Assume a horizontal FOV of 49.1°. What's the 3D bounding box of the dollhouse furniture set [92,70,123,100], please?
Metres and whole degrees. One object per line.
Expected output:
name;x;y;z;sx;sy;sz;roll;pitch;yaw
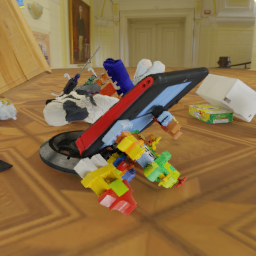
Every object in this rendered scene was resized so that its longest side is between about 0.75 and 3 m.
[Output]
dollhouse furniture set;-1.116;-1.518;12.890;1.614;1.631;0.840;-33;1;45

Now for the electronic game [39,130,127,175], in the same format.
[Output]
electronic game;-0.994;0.572;6.923;2.296;0.478;2.296;5;17;-2

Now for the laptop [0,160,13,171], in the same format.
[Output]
laptop;-3.786;0.535;6.355;1.698;0.877;1.505;12;20;37

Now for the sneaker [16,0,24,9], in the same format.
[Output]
sneaker;-3.923;-3.900;8.724;1.292;0.507;0.426;-22;35;-25

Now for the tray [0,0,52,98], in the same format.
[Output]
tray;-3.213;-2.373;6.829;1.451;2.941;0.545;-26;1;3

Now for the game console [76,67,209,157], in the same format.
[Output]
game console;0.387;-0.390;6.219;2.546;0.447;2.879;-38;-9;35

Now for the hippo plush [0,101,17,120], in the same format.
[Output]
hippo plush;-4.830;-0.776;10.759;1.326;1.057;1.067;-15;0;16

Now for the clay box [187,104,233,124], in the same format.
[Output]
clay box;3.247;-0.616;11.346;1.054;0.437;1.834;-4;16;-15

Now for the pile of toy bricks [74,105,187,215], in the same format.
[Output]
pile of toy bricks;0.499;0.639;5.562;1.478;1.661;2.994;46;18;12

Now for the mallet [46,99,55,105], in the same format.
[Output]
mallet;-3.177;-1.267;13.918;0.786;0.491;2.388;0;10;15

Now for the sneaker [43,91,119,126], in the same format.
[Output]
sneaker;-1.664;-0.884;10.885;2.935;1.171;1.910;-11;25;-2

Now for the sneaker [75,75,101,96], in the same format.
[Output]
sneaker;-2.107;-2.222;14.829;1.091;1.283;2.931;4;6;9

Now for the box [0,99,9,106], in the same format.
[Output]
box;-5.511;-0.785;11.611;1.005;0.637;1.044;-11;18;-31

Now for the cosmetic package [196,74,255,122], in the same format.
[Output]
cosmetic package;4.122;-1.331;11.642;1.529;1.099;2.709;31;7;-16

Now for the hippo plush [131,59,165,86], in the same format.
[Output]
hippo plush;1.007;-2.348;14.259;2.828;2.253;2.274;-1;15;-4

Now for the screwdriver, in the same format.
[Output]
screwdriver;-1.304;-1.630;7.944;0.266;1.909;0.278;38;29;-12

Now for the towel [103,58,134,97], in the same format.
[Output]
towel;-0.275;-2.006;12.990;0.625;2.523;1.863;-33;24;-9

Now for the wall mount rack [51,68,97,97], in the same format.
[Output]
wall mount rack;-3.143;-2.416;16.452;2.941;1.097;2.555;-25;-9;-39
